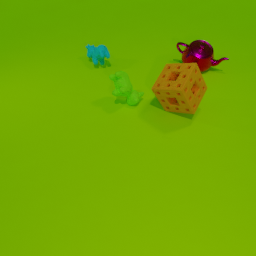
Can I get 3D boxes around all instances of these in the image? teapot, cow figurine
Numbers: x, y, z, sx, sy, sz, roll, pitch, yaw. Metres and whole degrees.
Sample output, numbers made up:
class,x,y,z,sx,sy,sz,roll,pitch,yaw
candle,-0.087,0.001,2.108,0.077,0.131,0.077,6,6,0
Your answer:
class,x,y,z,sx,sy,sz,roll,pitch,yaw
teapot,2.810,-2.823,10.794,2.046,1.002,1.272,24,64,7
cow figurine,-1.215,-3.028,11.120,0.599,1.090,1.073,-6,72,-38
cow figurine,-0.022,-1.312,9.155,0.634,1.155,1.136,-15,-2,40

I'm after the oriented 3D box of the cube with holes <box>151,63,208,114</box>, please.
class,x,y,z,sx,sy,sz,roll,pitch,yaw
cube with holes,1.601,-1.219,8.622,1.075,1.075,1.075,10,60,42
